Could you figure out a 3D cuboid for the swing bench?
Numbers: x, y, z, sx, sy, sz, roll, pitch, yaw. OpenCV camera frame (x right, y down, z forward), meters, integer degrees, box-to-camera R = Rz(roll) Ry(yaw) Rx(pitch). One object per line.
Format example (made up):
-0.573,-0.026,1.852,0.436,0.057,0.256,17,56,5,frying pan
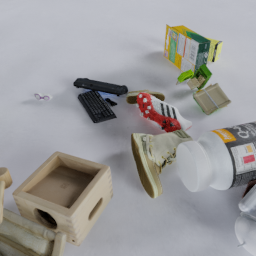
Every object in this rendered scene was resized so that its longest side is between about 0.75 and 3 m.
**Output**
-2.958,2.543,4.997,2.542,1.658,2.555,16,5,21,swing bench

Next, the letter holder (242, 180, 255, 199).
3.561,1.661,7.021,1.062,0.754,0.534,-5,39,-7,letter holder

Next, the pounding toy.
-2.036,1.709,6.594,2.587,1.183,2.273,13,38,23,pounding toy

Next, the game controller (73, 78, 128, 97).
-1.091,-1.679,11.368,2.171,0.457,1.132,14,12,16,game controller

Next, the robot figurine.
3.132,1.993,6.081,1.691,1.126,1.994,46,76,-6,robot figurine

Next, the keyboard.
-1.067,-0.917,10.659,1.201,0.257,2.000,-17,42,-20,keyboard

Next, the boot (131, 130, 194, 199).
1.131,0.880,7.956,1.793,0.836,2.319,-6,38,-8,boot

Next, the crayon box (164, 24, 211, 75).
2.623,-3.594,12.846,0.688,1.678,2.669,-16,41,-18,crayon box

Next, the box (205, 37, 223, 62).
3.415,-4.150,14.162,2.515,0.947,0.630,24,44,29,box

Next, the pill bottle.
2.809,0.755,7.497,2.743,1.596,1.596,-11,40,-12,pill bottle

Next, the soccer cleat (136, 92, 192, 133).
1.207,-0.543,9.830,1.011,0.814,2.373,-15,42,-34,soccer cleat

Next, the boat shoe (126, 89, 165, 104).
0.675,-1.258,10.832,1.495,0.553,0.496,0,44,0,boat shoe

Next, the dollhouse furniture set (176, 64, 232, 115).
2.888,-1.319,11.003,1.292,0.990,1.972,-26,74,-20,dollhouse furniture set

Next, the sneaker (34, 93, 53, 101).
-3.352,-1.242,11.100,0.755,0.283,0.376,13,24,13,sneaker
